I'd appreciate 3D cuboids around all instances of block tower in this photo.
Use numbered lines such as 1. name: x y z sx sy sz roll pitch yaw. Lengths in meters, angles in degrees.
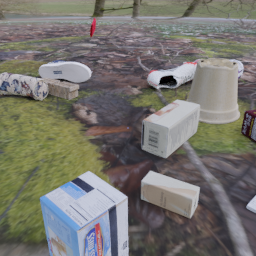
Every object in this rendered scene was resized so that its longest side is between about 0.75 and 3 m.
1. block tower: -3.019 -1.715 12.109 2.014 0.582 0.544 16 30 31

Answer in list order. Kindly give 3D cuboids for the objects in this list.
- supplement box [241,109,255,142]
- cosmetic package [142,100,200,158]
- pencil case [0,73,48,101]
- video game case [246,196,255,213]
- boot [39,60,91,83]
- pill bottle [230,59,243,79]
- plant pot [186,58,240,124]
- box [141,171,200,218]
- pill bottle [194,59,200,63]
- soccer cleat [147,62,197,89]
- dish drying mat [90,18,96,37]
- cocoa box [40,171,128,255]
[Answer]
1. supplement box: 4.760 0.260 7.816 1.519 0.850 2.791 -11 29 -19
2. cosmetic package: 1.292 -0.045 8.275 0.855 1.013 1.960 19 31 33
3. pencil case: -4.433 -1.727 11.810 2.200 0.984 0.856 12 0 21
4. video game case: 3.087 1.645 5.898 0.900 0.107 0.819 -23 35 -39
5. boot: -2.989 -3.007 14.113 2.810 1.022 1.269 7 33 16
6. pill bottle: 4.848 -2.678 13.431 1.076 1.076 1.932 18 31 32
7. plant pot: 3.072 -1.429 10.029 2.075 1.899 2.075 0 27 0
8. box: 0.875 1.387 5.939 1.152 0.547 0.448 14 30 28
9. pill bottle: 3.864 -2.936 14.219 0.819 0.819 1.369 -6 28 -12
10. soccer cleat: 2.324 -2.370 13.072 2.893 0.993 1.232 -11 38 -15
11. dish drying mat: -1.297 -3.723 10.350 0.109 0.462 1.203 8 31 -5
12. cocoa box: -0.652 1.639 4.401 0.968 1.452 0.953 24 35 39
